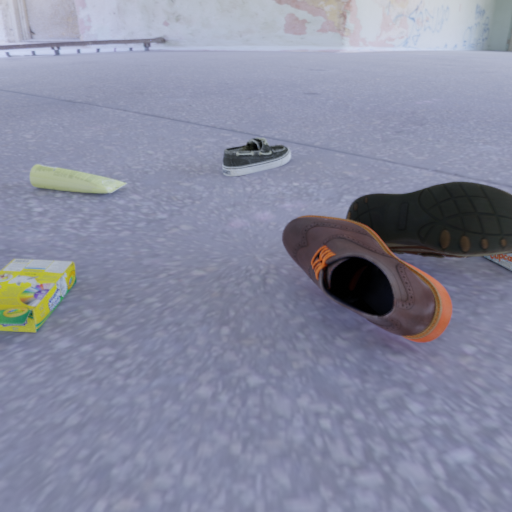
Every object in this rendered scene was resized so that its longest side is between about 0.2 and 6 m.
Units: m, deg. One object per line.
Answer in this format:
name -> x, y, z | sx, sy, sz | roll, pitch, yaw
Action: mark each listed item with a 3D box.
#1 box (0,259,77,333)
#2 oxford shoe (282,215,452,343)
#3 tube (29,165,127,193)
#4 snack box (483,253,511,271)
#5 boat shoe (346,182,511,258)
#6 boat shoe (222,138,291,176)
box -> -3.309, 0.576, 7.885 | 0.998, 0.411, 1.700 | 3, 23, 4
oxford shoe -> 1.182, 0.072, 7.608 | 1.107, 1.086, 3.052 | 16, 11, -39
tube -> -4.013, -1.645, 12.517 | 2.061, 0.535, 0.598 | 9, 65, 10
snack box -> 4.973, -0.316, 9.689 | 2.427, 0.450, 1.410 | -12, 28, -24
boat shoe -> 2.873, -0.493, 8.841 | 2.977, 1.126, 1.099 | 8, -8, 44
boat shoe -> 0.078, -2.593, 14.165 | 0.796, 0.717, 2.252 | 22, 33, 38
